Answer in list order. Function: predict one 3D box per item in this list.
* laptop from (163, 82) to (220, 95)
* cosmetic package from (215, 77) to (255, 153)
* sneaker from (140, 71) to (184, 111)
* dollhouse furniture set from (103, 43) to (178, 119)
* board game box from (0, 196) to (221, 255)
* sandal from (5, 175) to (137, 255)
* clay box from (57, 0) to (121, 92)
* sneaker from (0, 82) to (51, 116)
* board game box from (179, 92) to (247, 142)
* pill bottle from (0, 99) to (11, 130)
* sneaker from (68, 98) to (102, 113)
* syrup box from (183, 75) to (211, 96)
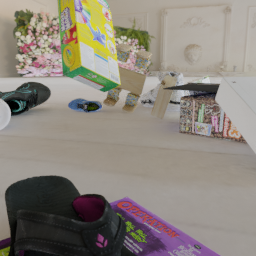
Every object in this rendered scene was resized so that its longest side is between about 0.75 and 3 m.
[{"bbox_3d":[2.494,-0.579,7.852,2.182,2.330,1.351,10,52,36],"label":"laptop"},{"bbox_3d":[2.925,-0.112,5.000,1.804,0.618,2.392,-1,39,-12],"label":"cosmetic package"},{"bbox_3d":[1.418,-1.592,11.631,0.988,1.511,2.628,-8,15,-32],"label":"sneaker"},{"bbox_3d":[0.345,-1.493,9.909,2.478,2.172,1.646,19,27,6],"label":"dollhouse furniture set"},{"bbox_3d":[0.162,1.248,1.728,1.561,0.420,2.601,-14,18,-34],"label":"board game box"},{"bbox_3d":[-0.512,0.716,2.066,0.857,0.546,2.280,-8,16,-31],"label":"sandal"},{"bbox_3d":[-0.944,-2.258,6.728,0.597,2.510,1.442,-19,-21,31],"label":"clay box"},{"bbox_3d":[-3.922,-0.935,10.327,1.185,1.127,2.989,22,29,28],"label":"sneaker"},{"bbox_3d":[2.608,-0.351,7.338,2.012,0.974,1.604,9,15,36],"label":"board game box"},{"bbox_3d":[-4.058,-0.496,8.075,0.961,0.961,1.767,-8,14,-33],"label":"pill bottle"},{"bbox_3d":[-1.663,-0.876,10.772,1.306,0.513,0.582,1,10,2],"label":"sneaker"},{"bbox_3d":[2.817,-1.619,12.193,0.822,0.795,2.018,-8,15,47],"label":"syrup box"}]
